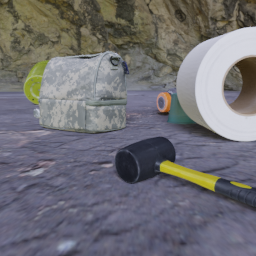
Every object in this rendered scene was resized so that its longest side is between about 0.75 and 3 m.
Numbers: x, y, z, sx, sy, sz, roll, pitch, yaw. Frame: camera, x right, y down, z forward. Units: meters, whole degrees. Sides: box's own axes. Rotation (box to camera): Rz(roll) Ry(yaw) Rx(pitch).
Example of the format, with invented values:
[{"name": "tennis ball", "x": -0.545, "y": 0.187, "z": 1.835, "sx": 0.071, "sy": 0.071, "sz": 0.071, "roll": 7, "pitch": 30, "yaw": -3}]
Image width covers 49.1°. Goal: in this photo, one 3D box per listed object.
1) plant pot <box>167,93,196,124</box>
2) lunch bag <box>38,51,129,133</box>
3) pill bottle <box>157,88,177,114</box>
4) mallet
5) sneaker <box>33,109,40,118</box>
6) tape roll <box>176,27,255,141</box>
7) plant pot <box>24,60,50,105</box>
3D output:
[{"name": "plant pot", "x": 1.986, "y": -0.738, "z": 10.243, "sx": 1.086, "sy": 1.064, "sz": 1.086, "roll": 0, "pitch": 10, "yaw": 0}, {"name": "lunch bag", "x": -1.381, "y": -1.147, "z": 8.794, "sx": 2.760, "sy": 2.315, "sz": 1.923, "roll": 7, "pitch": 12, "yaw": 37}, {"name": "pill bottle", "x": 2.456, "y": -1.177, "z": 12.418, "sx": 2.337, "sy": 1.242, "sz": 1.242, "roll": -5, "pitch": 11, "yaw": -26}, {"name": "mallet", "x": 1.143, "y": 0.656, "z": 3.657, "sx": 2.823, "sy": 0.581, "sz": 0.930, "roll": 12, "pitch": 20, "yaw": 36}, {"name": "sneaker", "x": -3.678, "y": -0.624, "z": 11.684, "sx": 0.429, "sy": 0.377, "sz": 1.072, "roll": -1, "pitch": 8, "yaw": -24}, {"name": "tape roll", "x": 2.841, "y": -1.153, "z": 7.510, "sx": 2.742, "sy": 2.742, "sz": 1.882, "roll": -1, "pitch": 10, "yaw": -4}, {"name": "plant pot", "x": -5.636, "y": -2.851, "z": 18.911, "sx": 2.971, "sy": 2.971, "sz": 2.860, "roll": 0, "pitch": 22, "yaw": -1}]
